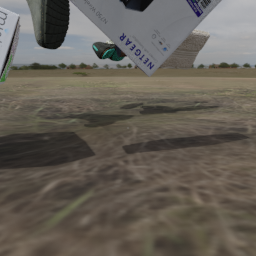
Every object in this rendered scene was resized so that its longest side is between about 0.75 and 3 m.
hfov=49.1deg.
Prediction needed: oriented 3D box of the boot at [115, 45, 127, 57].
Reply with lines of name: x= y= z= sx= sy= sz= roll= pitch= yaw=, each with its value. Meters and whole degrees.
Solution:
boot: x=0.121 y=-3.313 z=8.499 sx=1.186 sy=2.446 sz=0.914 roll=-6 pitch=-10 yaw=-10

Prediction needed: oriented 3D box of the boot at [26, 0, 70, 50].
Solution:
boot: x=-2.423 y=-3.239 z=6.300 sx=1.947 sy=2.980 sz=1.009 roll=1 pitch=9 yaw=16

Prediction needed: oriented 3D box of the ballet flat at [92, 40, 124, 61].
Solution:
ballet flat: x=-0.665 y=-2.831 z=10.033 sx=0.687 sy=0.683 sz=2.009 roll=41 pitch=20 yaw=8

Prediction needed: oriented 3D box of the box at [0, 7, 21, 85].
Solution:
box: x=-2.679 y=-1.427 z=4.170 sx=1.885 sy=1.033 sz=2.136 roll=19 pitch=1 yaw=-24

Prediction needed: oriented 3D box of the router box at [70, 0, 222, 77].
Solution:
router box: x=0.253 y=-2.176 z=4.025 sx=2.235 sy=2.005 sz=0.546 roll=35 pitch=13 yaw=-39

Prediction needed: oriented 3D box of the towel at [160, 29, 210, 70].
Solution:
towel: x=1.633 y=-2.655 z=9.292 sx=2.210 sy=1.464 sz=0.381 roll=-4 pitch=50 yaw=-33
